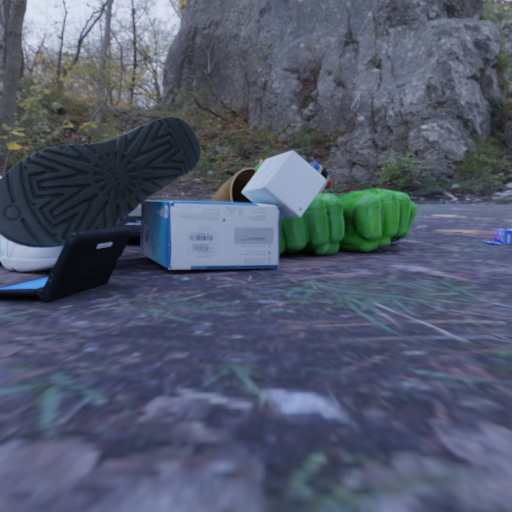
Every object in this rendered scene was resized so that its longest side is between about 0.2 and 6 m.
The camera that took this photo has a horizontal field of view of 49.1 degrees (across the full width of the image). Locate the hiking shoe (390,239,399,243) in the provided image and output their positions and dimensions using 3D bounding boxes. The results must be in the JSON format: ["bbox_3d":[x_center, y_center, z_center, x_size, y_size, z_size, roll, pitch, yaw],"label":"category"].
[{"bbox_3d":[2.030,-0.750,11.325,1.899,0.956,0.719,5,8,35],"label":"hiking shoe"}]

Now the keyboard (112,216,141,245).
[{"bbox_3d":[-2.065,-0.527,11.662,3.955,0.507,2.375,3,14,17],"label":"keyboard"}]

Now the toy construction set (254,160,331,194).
[{"bbox_3d":[0.755,-0.882,10.722,1.370,1.262,1.642,-2,-37,15],"label":"toy construction set"}]

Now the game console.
[{"bbox_3d":[-1.981,0.044,5.695,0.697,1.053,1.197,31,12,8],"label":"game console"}]

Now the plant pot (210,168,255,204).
[{"bbox_3d":[-0.552,-1.498,16.046,1.655,1.655,1.776,-5,-4,-38],"label":"plant pot"}]

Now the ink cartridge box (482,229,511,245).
[{"bbox_3d":[5.284,-0.363,10.978,1.484,0.311,0.886,0,6,12],"label":"ink cartridge box"}]

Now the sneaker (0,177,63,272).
[{"bbox_3d":[-3.165,-0.488,7.735,3.182,1.275,1.119,9,9,35],"label":"sneaker"}]

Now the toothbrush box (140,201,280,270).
[{"bbox_3d":[-0.740,-0.346,7.976,1.511,0.880,2.064,0,7,-22],"label":"toothbrush box"}]

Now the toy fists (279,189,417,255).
[{"bbox_3d":[1.272,-0.556,9.432,3.131,1.077,1.596,-5,0,-27],"label":"toy fists"}]

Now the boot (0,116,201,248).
[{"bbox_3d":[-2.569,-0.754,7.984,3.016,1.204,3.317,-27,11,-37],"label":"boot"}]

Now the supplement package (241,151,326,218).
[{"bbox_3d":[0.358,-0.958,7.763,0.648,0.650,1.109,39,-8,-16],"label":"supplement package"}]
